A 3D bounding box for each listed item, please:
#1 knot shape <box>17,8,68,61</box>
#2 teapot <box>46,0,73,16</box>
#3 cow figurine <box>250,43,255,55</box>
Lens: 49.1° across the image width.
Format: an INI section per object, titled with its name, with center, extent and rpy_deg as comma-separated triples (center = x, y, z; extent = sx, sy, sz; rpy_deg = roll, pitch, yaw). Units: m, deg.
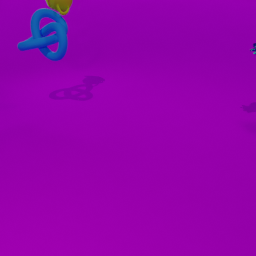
[knot shape]
center = -2.471, -2.803, 8.721
extent = 1.645, 0.812, 1.758
rpy_deg = 38, 82, 23
[teapot]
center = -2.333, -4.342, 9.043
extent = 0.829, 1.052, 1.692
rpy_deg = -18, 77, -33
[cow figurine]
center = 3.788, -2.479, 7.248
extent = 1.231, 1.251, 0.687
rpy_deg = -17, 32, 12
